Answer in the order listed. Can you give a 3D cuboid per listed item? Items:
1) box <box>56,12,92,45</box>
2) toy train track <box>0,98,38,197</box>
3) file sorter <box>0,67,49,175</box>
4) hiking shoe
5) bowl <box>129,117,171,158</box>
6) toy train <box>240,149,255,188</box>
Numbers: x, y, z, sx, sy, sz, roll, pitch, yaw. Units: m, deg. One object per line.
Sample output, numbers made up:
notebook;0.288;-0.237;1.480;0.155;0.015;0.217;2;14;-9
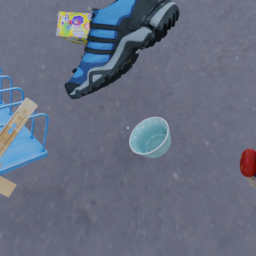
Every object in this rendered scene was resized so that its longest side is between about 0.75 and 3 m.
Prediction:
box;-1.131;-2.521;7.206;1.003;0.966;0.612;11;99;17
toy train track;-1.738;0.297;3.684;0.914;0.259;1.593;38;69;-22
file sorter;-2.355;-0.193;4.892;1.736;1.065;1.205;41;42;25
hiking shoe;-0.369;-1.683;5.482;2.835;1.055;1.229;-36;90;28
bowl;0.525;0.260;5.756;0.889;0.465;0.889;-22;45;24
toy train;2.303;1.125;4.235;1.164;2.751;1.592;8;60;11
